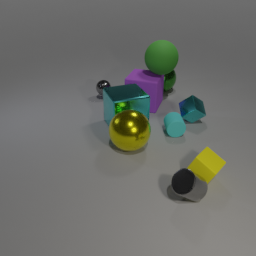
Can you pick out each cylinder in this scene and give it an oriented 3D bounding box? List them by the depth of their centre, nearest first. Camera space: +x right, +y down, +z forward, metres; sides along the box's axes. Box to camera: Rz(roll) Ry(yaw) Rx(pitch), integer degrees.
[{"bbox_3d":[1.591,1.476,7.253,0.700,0.700,0.700,32,6,-41],"label":"cylinder"},{"bbox_3d":[1.712,-0.126,10.312,0.700,0.700,0.700,-2,31,-4],"label":"cylinder"}]

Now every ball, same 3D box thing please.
[{"bbox_3d":[0.059,0.076,9.305,1.400,1.400,1.400,0,30,0],"label":"ball"},{"bbox_3d":[1.382,-2.907,11.581,1.400,1.400,1.400,0,30,0],"label":"ball"},{"bbox_3d":[-1.117,-1.851,12.829,0.700,0.700,0.700,0,30,0],"label":"ball"},{"bbox_3d":[1.632,-2.430,13.558,1.400,1.400,1.400,0,30,0],"label":"ball"}]

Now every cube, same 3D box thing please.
[{"bbox_3d":[2.215,1.107,8.012,0.700,0.700,0.700,42,45,18],"label":"cube"},{"bbox_3d":[-0.084,-0.740,10.663,1.400,1.400,1.400,-10,32,-17],"label":"cube"},{"bbox_3d":[2.498,-0.729,10.891,0.700,0.700,0.700,23,50,-36],"label":"cube"},{"bbox_3d":[0.726,-1.647,12.218,1.400,1.400,1.400,10,32,16],"label":"cube"}]
